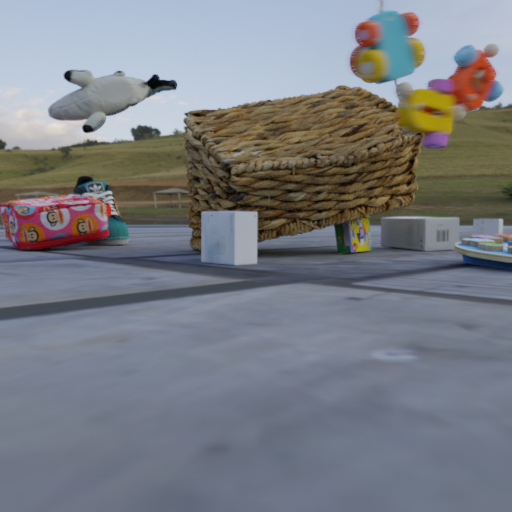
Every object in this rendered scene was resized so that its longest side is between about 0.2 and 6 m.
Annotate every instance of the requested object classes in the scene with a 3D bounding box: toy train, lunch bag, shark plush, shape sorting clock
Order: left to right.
[{"bbox_3d":[-4.422,-0.862,12.656,2.267,1.055,2.574,-14,16,-30],"label":"lunch bag"},{"bbox_3d":[-3.094,-3.586,12.135,2.798,1.271,1.165,-35,14,-23],"label":"shark plush"},{"bbox_3d":[2.495,-2.885,8.494,2.896,2.175,0.805,34,-15,-29],"label":"toy train"},{"bbox_3d":[4.182,-0.094,7.924,2.615,0.513,2.615,0,4,0],"label":"shape sorting clock"}]

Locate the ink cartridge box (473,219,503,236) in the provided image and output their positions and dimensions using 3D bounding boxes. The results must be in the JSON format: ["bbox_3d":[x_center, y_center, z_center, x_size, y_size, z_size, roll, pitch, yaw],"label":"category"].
[{"bbox_3d":[6.227,-0.665,15.046,0.656,0.659,0.907,2,5,30],"label":"ink cartridge box"}]

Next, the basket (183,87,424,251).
[{"bbox_3d":[0.959,-1.161,10.854,4.179,3.113,2.983,-15,39,-22],"label":"basket"}]

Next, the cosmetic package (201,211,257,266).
[{"bbox_3d":[-0.412,-0.275,8.468,0.793,0.790,0.487,3,4,45],"label":"cosmetic package"}]

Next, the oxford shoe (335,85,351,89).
[{"bbox_3d":[2.717,-2.915,13.616,0.951,2.686,0.991,-27,-18,-37],"label":"oxford shoe"}]

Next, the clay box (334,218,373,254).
[{"bbox_3d":[1.959,-0.446,11.054,0.313,0.756,1.316,-8,0,34],"label":"clay box"}]

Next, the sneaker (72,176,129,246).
[{"bbox_3d":[-4.267,-1.237,14.802,1.224,1.370,3.430,-6,22,-31],"label":"sneaker"}]

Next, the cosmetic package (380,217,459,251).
[{"bbox_3d":[3.548,-0.498,12.298,0.908,0.716,1.687,-4,7,-20],"label":"cosmetic package"}]
